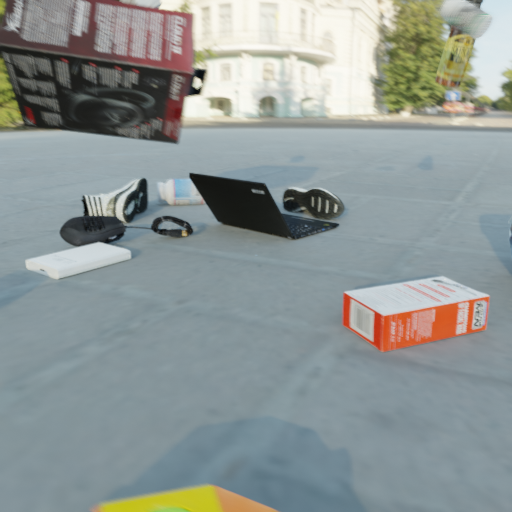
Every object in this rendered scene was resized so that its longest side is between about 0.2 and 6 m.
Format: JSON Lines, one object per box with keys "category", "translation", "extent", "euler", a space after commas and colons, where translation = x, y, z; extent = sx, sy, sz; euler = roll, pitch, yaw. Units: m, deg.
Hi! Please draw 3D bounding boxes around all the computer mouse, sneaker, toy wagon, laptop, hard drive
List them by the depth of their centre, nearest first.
{"category": "toy wagon", "translation": [-0.273, 1.945, 2.443], "extent": [1.823, 0.465, 2.350], "euler": [-5, 17, -15]}
{"category": "hard drive", "translation": [-2.991, 0.062, 9.492], "extent": [0.942, 0.188, 1.429], "euler": [12, 20, 37]}
{"category": "computer mouse", "translation": [-2.407, -0.414, 10.704], "extent": [2.557, 0.750, 0.435], "euler": [-3, 56, -24]}
{"category": "laptop", "translation": [0.194, -1.153, 11.784], "extent": [2.179, 1.270, 2.459], "euler": [15, 22, 41]}
{"category": "sneaker", "translation": [-3.392, -1.394, 13.337], "extent": [1.312, 0.860, 2.280], "euler": [3, 18, 4]}
{"category": "sneaker", "translation": [1.452, -1.310, 13.410], "extent": [0.757, 0.706, 1.909], "euler": [-6, 16, -35]}

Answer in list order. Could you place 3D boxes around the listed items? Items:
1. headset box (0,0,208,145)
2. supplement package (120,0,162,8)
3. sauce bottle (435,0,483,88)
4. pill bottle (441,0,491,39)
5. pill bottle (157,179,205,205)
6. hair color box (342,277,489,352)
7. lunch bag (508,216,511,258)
{"category": "headset box", "translation": [-2.339, -2.966, 9.175], "extent": [3.044, 1.176, 2.265], "euler": [3, -17, -12]}
{"category": "supplement package", "translation": [-2.084, -4.553, 9.770], "extent": [0.451, 0.771, 0.452], "euler": [-42, 12, -25]}
{"category": "sauce bottle", "translation": [3.970, -4.172, 10.893], "extent": [0.559, 1.693, 0.559], "euler": [4, 34, -3]}
{"category": "pill bottle", "translation": [3.271, -3.728, 8.744], "extent": [0.682, 0.386, 0.386], "euler": [44, 37, 23]}
{"category": "pill bottle", "translation": [-1.952, -1.666, 14.632], "extent": [1.233, 0.671, 0.671], "euler": [-2, 16, -11]}
{"category": "hair color box", "translation": [1.933, 0.675, 6.830], "extent": [1.544, 0.494, 0.856], "euler": [-8, 17, -21]}
{"category": "lunch bag", "translation": [4.842, -0.163, 7.479], "extent": [2.340, 1.754, 2.760], "euler": [3, 14, 13]}
